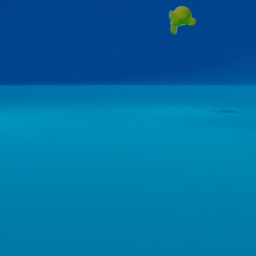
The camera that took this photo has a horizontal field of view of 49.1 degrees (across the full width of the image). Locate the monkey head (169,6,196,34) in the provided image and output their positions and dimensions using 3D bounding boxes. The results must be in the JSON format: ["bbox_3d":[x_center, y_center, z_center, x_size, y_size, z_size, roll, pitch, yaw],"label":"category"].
[{"bbox_3d":[2.067,-4.252,11.050,0.824,0.983,1.367,-14,43,-14],"label":"monkey head"}]
